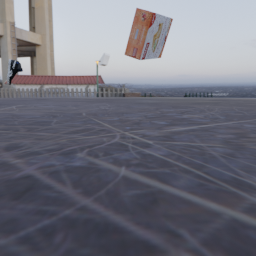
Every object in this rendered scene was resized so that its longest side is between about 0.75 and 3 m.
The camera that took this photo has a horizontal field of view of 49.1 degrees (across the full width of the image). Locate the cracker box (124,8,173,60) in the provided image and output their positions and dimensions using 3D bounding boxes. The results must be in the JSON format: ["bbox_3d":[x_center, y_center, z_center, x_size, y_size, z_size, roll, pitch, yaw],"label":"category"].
[{"bbox_3d":[0.810,-3.350,10.166,0.676,1.570,2.344,24,24,18],"label":"cracker box"}]

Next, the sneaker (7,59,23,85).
[{"bbox_3d":[-3.900,-1.896,9.687,0.491,0.878,0.321,5,9,-22],"label":"sneaker"}]
